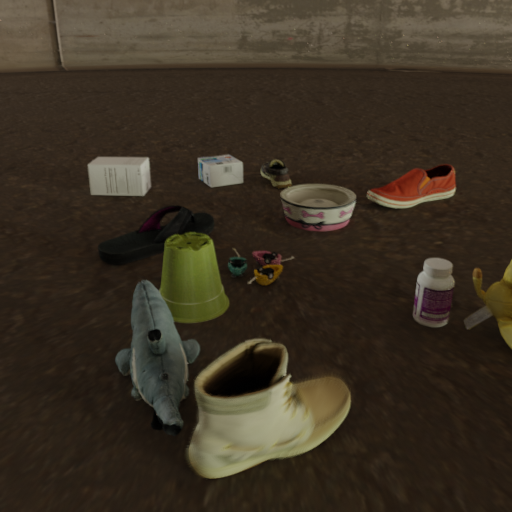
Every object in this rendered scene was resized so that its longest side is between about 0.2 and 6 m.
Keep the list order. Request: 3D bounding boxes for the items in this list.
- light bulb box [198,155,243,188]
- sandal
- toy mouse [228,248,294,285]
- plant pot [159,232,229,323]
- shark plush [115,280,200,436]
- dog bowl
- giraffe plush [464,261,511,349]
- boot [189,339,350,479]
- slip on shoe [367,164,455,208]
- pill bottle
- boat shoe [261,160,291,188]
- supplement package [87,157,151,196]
[{"bbox_3d":[-0.990,-2.339,15.359,0.972,0.612,0.980,-11,26,-23],"label":"light bulb box"},{"bbox_3d":[-1.883,-0.545,11.293,1.037,0.660,2.758,20,31,37],"label":"sandal"},{"bbox_3d":[-0.033,0.181,10.146,1.438,0.278,1.278,-20,32,-38],"label":"toy mouse"},{"bbox_3d":[-1.043,0.271,8.901,1.204,1.143,1.204,0,23,0],"label":"plant pot"},{"bbox_3d":[-1.305,1.271,6.781,1.133,1.039,2.494,-1,24,-3],"label":"shark plush"},{"bbox_3d":[1.376,-1.078,12.545,1.692,0.624,1.692,-1,24,0],"label":"dog bowl"},{"bbox_3d":[4.183,0.700,8.009,1.500,1.596,1.850,0,-13,-25],"label":"giraffe plush"},{"bbox_3d":[0.252,1.425,5.734,1.944,1.503,0.700,-15,46,-23],"label":"boot"},{"bbox_3d":[3.842,-1.741,13.794,2.674,0.818,0.990,-14,29,-24],"label":"slip on shoe"},{"bbox_3d":[2.700,0.547,8.487,0.543,0.967,0.543,0,25,0],"label":"pill bottle"},{"bbox_3d":[0.570,-2.369,15.450,0.665,0.589,1.818,-7,25,-16],"label":"boat shoe"},{"bbox_3d":[-3.510,-2.055,14.458,1.379,0.826,0.836,2,24,4],"label":"supplement package"}]
